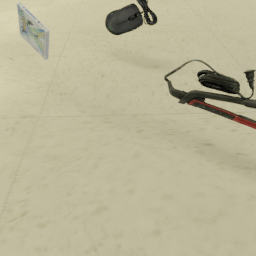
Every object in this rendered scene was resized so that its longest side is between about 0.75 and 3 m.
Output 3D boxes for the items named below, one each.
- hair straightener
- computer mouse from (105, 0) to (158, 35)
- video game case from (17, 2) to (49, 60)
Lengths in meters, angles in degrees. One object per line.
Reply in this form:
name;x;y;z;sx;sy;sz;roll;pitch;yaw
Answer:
hair straightener;1.759;-0.594;4.688;2.389;0.919;0.489;21;15;14
computer mouse;-0.079;-3.673;9.341;1.866;1.292;0.492;-15;30;35
video game case;-1.921;-1.935;5.696;0.830;0.910;0.100;44;62;5
